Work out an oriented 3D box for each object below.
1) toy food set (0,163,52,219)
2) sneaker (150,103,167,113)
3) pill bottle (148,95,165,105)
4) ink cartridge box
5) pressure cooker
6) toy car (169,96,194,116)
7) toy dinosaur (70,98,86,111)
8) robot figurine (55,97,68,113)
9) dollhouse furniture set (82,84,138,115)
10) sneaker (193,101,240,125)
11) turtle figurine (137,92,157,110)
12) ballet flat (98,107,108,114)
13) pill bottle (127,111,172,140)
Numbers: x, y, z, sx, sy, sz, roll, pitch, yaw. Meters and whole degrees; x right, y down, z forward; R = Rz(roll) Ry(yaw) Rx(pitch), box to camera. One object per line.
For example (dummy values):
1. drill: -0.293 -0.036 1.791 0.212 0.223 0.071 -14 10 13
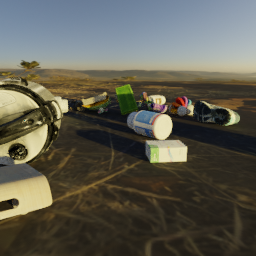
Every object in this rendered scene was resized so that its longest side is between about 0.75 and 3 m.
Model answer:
1. toy food set: -2.459 1.193 5.101 1.543 0.649 2.150 -9 7 -32
2. sneaker: 1.550 -1.078 14.518 0.471 0.429 1.066 34 -14 -35
3. pill bottle: 1.794 -1.727 17.793 0.704 0.704 1.232 12 16 43
4. ink cartridge box: 1.040 0.631 7.742 1.004 0.439 0.730 -3 13 -7
5. pressure cooker: -2.887 -0.143 7.323 2.191 2.157 2.453 26 9 -11
6. toy car: 2.829 -1.178 14.720 1.270 0.952 1.111 -7 14 -28
7. toy dinosaur: -2.742 -1.319 16.383 1.018 0.766 1.990 14 9 10
8. robot figurine: -3.949 -1.085 14.189 1.753 0.990 1.487 -3 -11 -13
9. dollhouse furniture set: -0.941 -1.112 15.272 2.797 1.404 1.832 -17 -9 2
10. sneaker: 3.968 -0.596 12.757 1.017 0.915 2.357 4 16 -34
11. turtle figurine: 1.092 -1.408 16.921 0.918 1.275 1.236 19 15 -47
12. ballet flat: -1.400 -1.004 15.430 0.302 0.311 0.875 2 12 29
13. pill bottle: 0.732 -0.160 10.232 0.905 0.905 1.612 -10 18 -39
